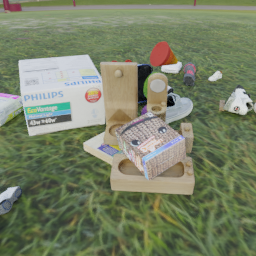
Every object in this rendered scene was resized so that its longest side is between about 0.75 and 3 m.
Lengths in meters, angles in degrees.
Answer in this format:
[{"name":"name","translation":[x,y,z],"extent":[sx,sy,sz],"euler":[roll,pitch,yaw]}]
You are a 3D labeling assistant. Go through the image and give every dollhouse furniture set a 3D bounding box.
[{"name":"dollhouse furniture set","translation":[0.469,-0.106,7.983],"extent":[2.797,2.397,2.941],"euler":[2,40,5]}]

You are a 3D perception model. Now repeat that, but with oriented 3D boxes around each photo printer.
[{"name":"photo printer","translation":[2.623,-3.653,16.906],"extent":[1.083,0.452,1.302],"euler":[10,31,15]}]

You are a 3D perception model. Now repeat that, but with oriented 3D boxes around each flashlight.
[{"name":"flashlight","translation":[3.373,-3.010,15.476],"extent":[0.732,0.734,2.161],"euler":[7,29,13]}]

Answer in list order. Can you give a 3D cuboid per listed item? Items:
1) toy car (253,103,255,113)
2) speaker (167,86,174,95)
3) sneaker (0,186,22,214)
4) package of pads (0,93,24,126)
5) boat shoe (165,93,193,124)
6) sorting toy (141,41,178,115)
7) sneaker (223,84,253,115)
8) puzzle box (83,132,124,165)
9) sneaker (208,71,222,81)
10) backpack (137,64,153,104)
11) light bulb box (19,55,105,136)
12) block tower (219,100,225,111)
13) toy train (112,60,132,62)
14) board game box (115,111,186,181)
[{"name":"toy car","translation":[6.043,-0.901,11.461],"extent":[1.432,1.254,1.074],"euler":[-18,68,-30]},{"name":"speaker","translation":[1.828,-1.956,13.910],"extent":[0.396,0.396,0.975],"euler":[-16,33,-26]},{"name":"sneaker","translation":[-3.146,1.863,7.169],"extent":[0.428,0.366,0.983],"euler":[-4,20,17]},{"name":"package of pads","translation":[-5.702,-0.828,11.493],"extent":[2.243,0.765,1.733],"euler":[8,30,15]},{"name":"boat shoe","translation":[1.790,-0.891,11.410],"extent":[2.671,0.951,0.932],"euler":[-26,38,-38]},{"name":"sorting toy","translation":[1.284,-1.646,10.389],"extent":[0.998,2.897,1.005],"euler":[13,-2,-35]},{"name":"sneaker","translation":[4.876,-1.132,12.135],"extent":[1.071,0.897,2.420],"euler":[29,37,14]},{"name":"puzzle box","translation":[-0.193,0.442,9.687],"extent":[1.532,0.293,2.303],"euler":[24,37,35]},{"name":"sneaker","translation":[4.863,-2.930,15.614],"extent":[1.087,0.460,0.396],"euler":[-26,40,-36]},{"name":"backpack","translation":[0.098,-1.867,12.494],"extent":[1.903,1.742,1.399],"euler":[-14,11,-20]},{"name":"light bulb box","translation":[-2.663,-1.446,11.191],"extent":[2.973,1.872,3.000],"euler":[-9,37,-16]},{"name":"block tower","translation":[4.152,-0.996,12.367],"extent":[0.230,0.215,0.797],"euler":[10,30,16]},{"name":"toy train","translation":[0.140,-3.077,15.495],"extent":[2.279,0.965,1.319],"euler":[-6,40,-11]},{"name":"board game box","translation":[0.597,0.429,7.683],"extent":[1.250,0.759,1.567],"euler":[-29,43,-18]}]
